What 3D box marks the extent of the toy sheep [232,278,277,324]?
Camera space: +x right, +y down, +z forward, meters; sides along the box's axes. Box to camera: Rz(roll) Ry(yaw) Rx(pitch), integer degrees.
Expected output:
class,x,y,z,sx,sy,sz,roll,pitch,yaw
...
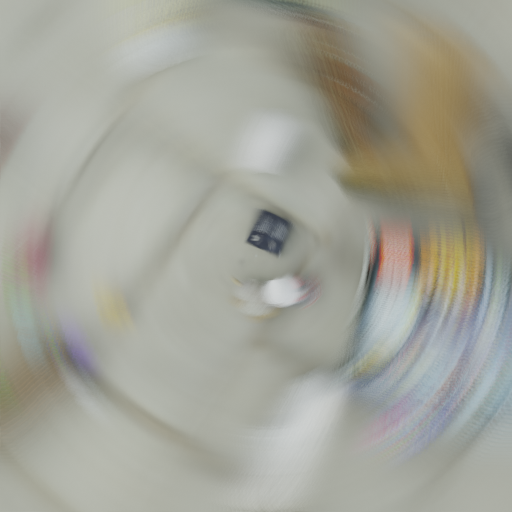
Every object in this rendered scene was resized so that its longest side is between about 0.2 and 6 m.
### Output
class,x,y,z,sx,sy,sz,roll,pitch,yaw
toy sheep,-0.046,0.844,11.096,1.122,0.774,0.774,40,89,-11

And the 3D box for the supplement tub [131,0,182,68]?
class,x,y,z,sx,sy,sz,roll,pitch,yaw
supplement tub,-1.969,-4.528,11.113,0.966,0.966,1.332,1,89,0

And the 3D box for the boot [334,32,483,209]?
class,x,y,z,sx,sy,sz,roll,pitch,yaw
boot,2.951,-2.679,10.793,2.862,1.081,3.268,8,82,-17

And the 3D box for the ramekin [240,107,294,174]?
class,x,y,z,sx,sy,sz,roll,pitch,yaw
ramekin,0.245,-2.189,10.906,0.645,1.230,1.230,27,89,3

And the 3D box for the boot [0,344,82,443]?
class,x,y,z,sx,sy,sz,roll,pitch,yaw
boot,-4.811,2.835,11.003,2.757,1.015,1.040,-39,77,-6

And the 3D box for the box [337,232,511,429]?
class,x,y,z,sx,sy,sz,roll,pitch,yaw
box,4.202,1.539,10.968,4.621,0.922,3.164,12,89,0

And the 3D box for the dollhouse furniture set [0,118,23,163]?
class,x,y,z,sx,sy,sz,roll,pitch,yaw
dollhouse furniture set,-5.944,-2.809,11.005,2.215,1.192,0.901,37,89,7

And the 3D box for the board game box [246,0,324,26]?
class,x,y,z,sx,sy,sz,roll,pitch,yaw
board game box,0.163,-6.209,11.423,3.048,0.429,2.061,22,88,1

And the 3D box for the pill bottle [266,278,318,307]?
class,x,y,z,sx,sy,sz,roll,pitch,yaw
pill bottle,0.703,0.704,10.928,0.987,0.572,0.572,3,88,-44

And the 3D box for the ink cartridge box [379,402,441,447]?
class,x,y,z,sx,sy,sz,roll,pitch,yaw
ink cartridge box,3.133,3.403,11.273,1.195,0.251,0.713,9,89,-1

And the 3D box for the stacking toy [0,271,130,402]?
class,x,y,z,sx,sy,sz,roll,pitch,yaw
stacking toy,-4.046,1.591,11.175,2.611,0.613,1.968,16,87,2

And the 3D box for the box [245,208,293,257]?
class,x,y,z,sx,sy,sz,roll,pitch,yaw
box,0.260,-0.462,11.262,0.751,0.441,0.739,24,89,1

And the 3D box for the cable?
class,x,y,z,sx,sy,sz,roll,pitch,yaw
cable,4.714,-1.760,11.197,2.018,0.513,1.646,-37,88,4

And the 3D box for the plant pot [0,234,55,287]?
class,x,y,z,sx,sy,sz,roll,pitch,yaw
plant pot,-4.460,0.055,11.080,0.925,0.925,0.828,26,72,1

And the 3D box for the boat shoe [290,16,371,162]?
class,x,y,z,sx,sy,sz,roll,pitch,yaw
boat shoe,1.737,-3.207,10.962,1.072,1.135,3.155,-22,91,0

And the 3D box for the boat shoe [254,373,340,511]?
class,x,y,z,sx,sy,sz,roll,pitch,yaw
boat shoe,0.593,3.600,10.957,0.948,0.996,2.766,29,94,25
